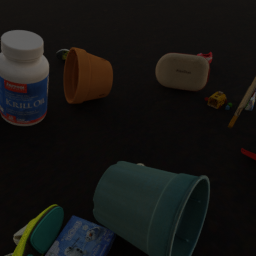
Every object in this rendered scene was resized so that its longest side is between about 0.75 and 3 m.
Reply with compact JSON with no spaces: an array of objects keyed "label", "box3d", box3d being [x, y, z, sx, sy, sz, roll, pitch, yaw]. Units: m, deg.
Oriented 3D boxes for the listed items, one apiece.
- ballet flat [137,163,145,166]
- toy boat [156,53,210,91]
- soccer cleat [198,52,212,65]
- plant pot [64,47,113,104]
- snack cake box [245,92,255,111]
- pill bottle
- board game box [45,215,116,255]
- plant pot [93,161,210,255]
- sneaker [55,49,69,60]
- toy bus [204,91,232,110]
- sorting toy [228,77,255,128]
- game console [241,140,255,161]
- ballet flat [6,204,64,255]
[{"label":"ballet flat","box3d":[0.313,1.247,7.714,0.364,0.404,1.072,-2,37,10]},{"label":"toy boat","box3d":[2.315,-2.369,11.926,2.224,1.452,1.454,11,9,14]},{"label":"soccer cleat","box3d":[3.286,-3.327,13.515,1.595,0.610,0.532,-5,38,-8]},{"label":"plant pot","box3d":[-1.515,-1.950,10.765,1.449,2.070,2.070,-1,34,-28]},{"label":"snack cake box","box3d":[4.663,-1.066,10.666,0.269,0.460,0.800,9,38,28]},{"label":"pill bottle","box3d":[-3.427,-1.581,9.148,1.612,2.872,1.612,9,43,-8]},{"label":"board game box","box3d":[-1.012,2.586,6.103,1.133,0.247,1.138,13,39,19]},{"label":"plant pot","box3d":[0.458,1.694,6.039,1.987,2.028,2.028,16,40,32]},{"label":"sneaker","box3d":[-2.918,-3.555,13.882,1.412,0.526,0.598,1,38,1]},{"label":"toy bus","box3d":[3.499,-1.148,10.765,0.915,0.501,0.970,-2,38,-2]},{"label":"sorting toy","box3d":[3.941,-0.801,9.455,0.262,1.458,1.957,29,88,16]},{"label":"game console","box3d":[5.020,0.601,8.036,2.592,0.402,2.293,-21,23,-20]},{"label":"ballet flat","box3d":[-2.140,2.558,5.793,0.783,0.780,2.335,-4,37,19]}]
